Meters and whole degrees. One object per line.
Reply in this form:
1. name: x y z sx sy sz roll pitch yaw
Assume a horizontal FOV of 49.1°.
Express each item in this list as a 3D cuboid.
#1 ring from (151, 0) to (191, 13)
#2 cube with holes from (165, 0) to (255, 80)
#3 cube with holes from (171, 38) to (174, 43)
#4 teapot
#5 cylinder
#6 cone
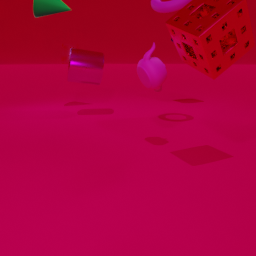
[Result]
1. ring: 1.245 -3.525 7.454 1.328 0.266 1.328 -16 46 17
2. cube with holes: 1.306 -1.498 4.464 0.861 0.861 0.861 -40 43 -1
3. cube with holes: 2.616 -3.918 11.697 1.023 1.023 1.023 -10 47 -27
4. teapot: 0.543 -1.231 5.978 0.562 1.148 0.714 -31 40 -13
5. cylinder: -1.502 -2.152 9.876 1.159 1.159 1.159 6 13 -13
6. cone: -2.642 -4.453 10.153 1.207 1.202 1.202 14 13 -7
